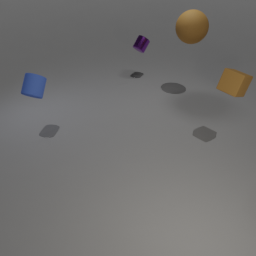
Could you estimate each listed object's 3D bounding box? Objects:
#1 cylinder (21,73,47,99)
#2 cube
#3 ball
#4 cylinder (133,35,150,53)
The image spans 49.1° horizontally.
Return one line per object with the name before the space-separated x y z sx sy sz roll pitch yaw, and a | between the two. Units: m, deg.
cylinder | -3.122 -1.391 9.288 0.700 0.700 0.700 11 -3 1
cube | 3.361 -1.431 8.839 0.700 0.700 0.700 -7 34 -46
ball | 2.749 -4.335 12.032 1.400 1.400 1.400 0 32 0
cylinder | 0.715 -4.520 15.101 0.700 0.700 0.700 29 4 -2
